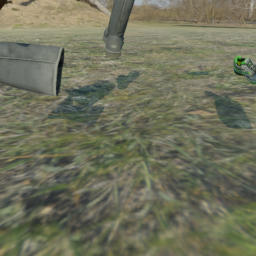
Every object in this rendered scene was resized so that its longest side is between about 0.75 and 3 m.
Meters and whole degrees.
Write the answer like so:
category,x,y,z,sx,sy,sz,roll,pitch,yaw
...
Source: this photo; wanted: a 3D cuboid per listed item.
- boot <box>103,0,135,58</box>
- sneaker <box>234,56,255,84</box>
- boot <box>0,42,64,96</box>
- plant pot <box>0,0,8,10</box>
category,x,y,z,sx,sy,sz,roll,pitch,yaw
boot,-0.233,-3.002,7.328,0.675,1.861,1.692,0,42,-11
sneaker,2.976,-1.426,6.826,0.429,0.469,1.101,-42,41,-5
boot,-1.743,-1.222,4.187,1.549,1.408,0.562,5,11,7
plant pot,-1.610,-2.312,3.184,1.509,1.411,1.411,-51,42,-10
